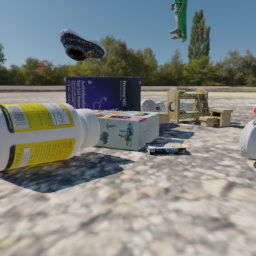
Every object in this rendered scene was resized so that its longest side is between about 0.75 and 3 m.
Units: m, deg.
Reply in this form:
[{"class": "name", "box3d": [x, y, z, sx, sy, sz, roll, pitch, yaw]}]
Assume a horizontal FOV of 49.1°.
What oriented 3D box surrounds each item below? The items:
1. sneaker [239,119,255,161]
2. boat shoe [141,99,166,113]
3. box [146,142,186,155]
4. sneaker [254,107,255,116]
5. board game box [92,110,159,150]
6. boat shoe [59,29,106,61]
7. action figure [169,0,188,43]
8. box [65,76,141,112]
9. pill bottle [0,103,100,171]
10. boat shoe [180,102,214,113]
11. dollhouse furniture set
[{"class": "sneaker", "box3d": [3.719, 0.301, 5.923, 2.615, 0.983, 1.503, -1, 6, -27]}, {"class": "boat shoe", "box3d": [1.090, -1.065, 14.769, 0.849, 0.896, 2.562, -3, 6, 32]}, {"class": "box", "box3d": [0.944, 0.516, 7.162, 0.911, 0.172, 0.622, -1, 9, -5]}, {"class": "sneaker", "box3d": [6.383, -0.752, 12.403, 1.229, 1.064, 2.722, 0, -4, 7]}, {"class": "board game box", "box3d": [-0.577, -0.047, 8.584, 2.649, 0.852, 1.955, 3, 9, 22]}, {"class": "boat shoe", "box3d": [-1.883, -3.344, 12.350, 0.886, 1.137, 2.504, -37, -30, 32]}, {"class": "action figure", "box3d": [1.160, -2.843, 6.248, 0.442, 1.615, 0.954, 5, -3, 12]}, {"class": "box", "box3d": [-0.917, -1.010, 10.825, 2.690, 1.990, 1.403, 2, 10, 20]}, {"class": "pill bottle", "box3d": [-1.841, 0.107, 6.190, 2.382, 1.326, 1.326, -6, 11, -42]}, {"class": "boat shoe", "box3d": [3.777, -1.185, 15.523, 2.263, 0.806, 0.790, -1, 9, -4]}, {"class": "dollhouse furniture set", "box3d": [2.503, -0.902, 11.662, 2.697, 1.500, 2.385, -4, 10, -25]}]
